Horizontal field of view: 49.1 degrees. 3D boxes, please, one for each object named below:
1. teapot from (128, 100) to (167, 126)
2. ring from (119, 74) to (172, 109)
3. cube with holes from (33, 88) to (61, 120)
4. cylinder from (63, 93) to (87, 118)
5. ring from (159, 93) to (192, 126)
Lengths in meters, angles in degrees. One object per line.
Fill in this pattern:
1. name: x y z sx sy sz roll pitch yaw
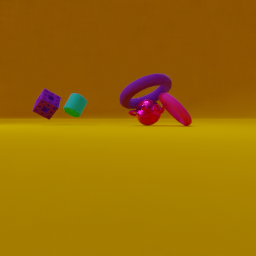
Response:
1. teapot: 0.773 -0.635 10.461 1.617 1.005 0.792 -7 -26 26
2. ring: 0.663 -1.341 10.556 2.096 0.419 2.096 -20 -17 -6
3. cube with holes: -3.376 -0.992 11.678 0.774 0.774 0.774 30 32 -25
4. cylinder: -2.152 -0.921 11.475 0.735 0.735 0.735 19 -25 9
5. ring: 1.678 -0.661 9.965 0.304 1.518 1.518 -44 4 -1
